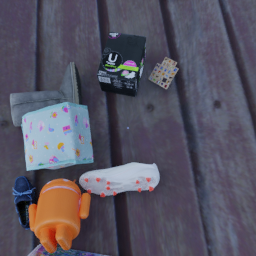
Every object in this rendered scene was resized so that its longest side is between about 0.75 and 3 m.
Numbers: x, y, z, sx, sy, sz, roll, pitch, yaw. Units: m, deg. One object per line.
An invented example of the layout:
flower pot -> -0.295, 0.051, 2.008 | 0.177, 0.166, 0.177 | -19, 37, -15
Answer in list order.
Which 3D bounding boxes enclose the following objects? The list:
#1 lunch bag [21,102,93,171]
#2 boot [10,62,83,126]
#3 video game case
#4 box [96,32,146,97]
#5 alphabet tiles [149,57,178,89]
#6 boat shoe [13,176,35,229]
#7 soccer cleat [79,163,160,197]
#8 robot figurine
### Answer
lunch bag -> -2.050, 0.290, 7.678 | 1.959, 1.194, 1.668 | -11, 84, 24
boot -> -2.522, -1.059, 8.656 | 2.101, 0.762, 1.910 | -6, 74, 4
video game case -> -1.150, 3.296, 5.872 | 2.612, 2.869, 0.340 | 8, 88, 4
box -> -0.158, -2.002, 8.811 | 1.214, 1.016, 1.635 | 12, 70, 7
alphabet tiles -> 1.143, -1.761, 8.809 | 0.730, 0.033, 0.873 | 34, 100, 23
boat shoe -> -2.771, 1.968, 7.600 | 0.609, 0.497, 1.447 | -20, 72, -10
soccer cleat -> -0.228, 1.386, 7.780 | 2.218, 0.768, 0.860 | -5, 27, 11
robot figurine -> -1.752, 2.088, 7.060 | 1.110, 1.369, 1.903 | 31, 30, -28
